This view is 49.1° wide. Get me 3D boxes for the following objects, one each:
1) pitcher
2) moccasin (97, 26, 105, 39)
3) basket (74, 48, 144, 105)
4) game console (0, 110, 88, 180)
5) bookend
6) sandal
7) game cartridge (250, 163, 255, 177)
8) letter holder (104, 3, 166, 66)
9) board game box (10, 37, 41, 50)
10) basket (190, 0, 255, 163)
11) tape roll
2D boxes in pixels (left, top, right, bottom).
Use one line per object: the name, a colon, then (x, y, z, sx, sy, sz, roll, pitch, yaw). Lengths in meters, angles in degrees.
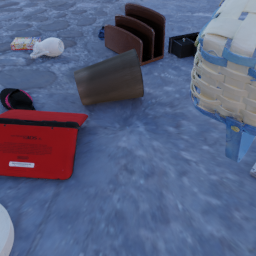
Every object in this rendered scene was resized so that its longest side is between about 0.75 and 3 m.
pitcher: (-3.103, -2.998, 10.714, 1.134, 0.687, 0.973, 0, 49, 17)
moccasin: (-1.172, -4.279, 12.526, 0.415, 0.352, 1.033, -3, 38, -4)
basket: (-0.556, -1.352, 8.024, 1.782, 1.607, 1.212, -14, 59, -4)
game console: (-2.166, 0.298, 6.660, 2.152, 1.277, 1.854, 3, 75, 3)
bookend: (2.502, -3.056, 10.731, 1.411, 0.650, 1.402, -16, 41, -18)
sandal: (-3.016, -0.698, 7.849, 0.824, 0.494, 2.194, -23, 43, -26)
game cartridge: (3.172, 0.989, 5.974, 0.936, 0.189, 0.624, 28, 49, 30)
letter holder: (0.207, -3.682, 10.695, 1.184, 1.674, 2.355, -26, 45, -29)
board game box: (-4.234, -3.529, 11.658, 1.047, 0.242, 0.793, -1, 38, -2)
basket: (1.859, -0.833, 3.556, 1.732, 2.491, 2.196, 26, 76, 33)
tape roll: (-2.821, 1.929, 4.652, 1.750, 0.320, 1.750, 0, 38, 0)
